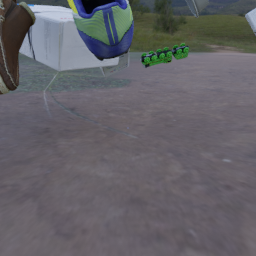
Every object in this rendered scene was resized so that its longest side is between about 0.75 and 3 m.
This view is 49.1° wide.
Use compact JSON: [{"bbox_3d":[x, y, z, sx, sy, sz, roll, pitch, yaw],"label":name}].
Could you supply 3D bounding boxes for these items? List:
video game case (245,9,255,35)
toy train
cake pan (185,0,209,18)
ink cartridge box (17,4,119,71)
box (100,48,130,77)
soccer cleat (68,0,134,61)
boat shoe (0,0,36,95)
[{"bbox_3d":[4.420,-2.566,6.994,2.179,1.985,0.250,-30,1,8],"label":"video game case"},{"bbox_3d":[1.315,-2.559,10.007,1.897,0.535,0.396,-17,53,-12],"label":"toy train"},{"bbox_3d":[1.083,-2.945,5.346,0.307,1.672,1.672,-27,11,17],"label":"cake pan"},{"bbox_3d":[-1.631,-2.268,6.793,2.500,1.053,1.808,29,33,35],"label":"ink cartridge box"},{"bbox_3d":[-0.763,-2.729,8.351,0.934,1.932,1.705,-25,-6,-2],"label":"box"},{"bbox_3d":[-0.542,-1.979,3.599,0.780,1.009,2.413,-21,66,-6],"label":"soccer cleat"},{"bbox_3d":[-1.858,-1.640,4.224,0.880,2.380,0.879,-17,-19,-9],"label":"boat shoe"}]
